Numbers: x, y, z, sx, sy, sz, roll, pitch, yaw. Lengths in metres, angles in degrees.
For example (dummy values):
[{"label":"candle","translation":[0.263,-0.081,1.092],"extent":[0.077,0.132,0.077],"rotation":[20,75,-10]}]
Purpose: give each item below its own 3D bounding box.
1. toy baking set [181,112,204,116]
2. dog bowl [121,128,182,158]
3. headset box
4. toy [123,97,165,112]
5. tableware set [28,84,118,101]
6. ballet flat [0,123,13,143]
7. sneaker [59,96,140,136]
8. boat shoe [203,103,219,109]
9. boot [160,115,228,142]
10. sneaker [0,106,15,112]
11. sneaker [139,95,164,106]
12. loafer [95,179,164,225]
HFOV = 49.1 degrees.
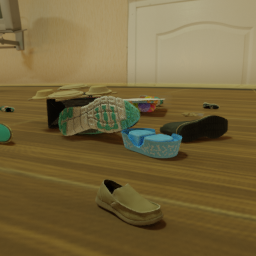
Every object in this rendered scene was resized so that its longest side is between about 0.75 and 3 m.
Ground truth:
[{"label":"toy baking set","translation":[2.925,-0.604,12.595],"extent":[1.013,0.118,0.778],"rotation":[-9,18,-39]},{"label":"dog bowl","translation":[0.550,0.349,6.969],"extent":[0.963,0.428,1.728],"rotation":[-9,14,-38]},{"label":"headset box","translation":[-2.048,-0.804,11.060],"extent":[2.094,1.087,2.814],"rotation":[-2,13,-12]},{"label":"toy","translation":[0.835,-1.147,13.788],"extent":[1.720,0.705,2.987],"rotation":[0,9,14]},{"label":"tableware set","translation":[-1.917,-1.178,9.435],"extent":[2.318,0.322,2.775],"rotation":[-19,20,-40]},{"label":"ballet flat","translation":[-3.731,0.117,7.949],"extent":[1.539,0.544,0.544],"rotation":[11,15,22]},{"label":"sneaker","translation":[-0.749,-0.314,8.456],"extent":[2.744,1.064,1.251],"rotation":[-3,-3,32]},{"label":"boat shoe","translation":[4.415,-1.119,14.901],"extent":[0.847,0.304,0.286],"rotation":[11,51,19]},{"label":"boot","translation":[1.987,-0.058,8.541],"extent":[1.798,0.696,1.243],"rotation":[-4,7,-24]},{"label":"sneaker","translation":[-5.963,-0.924,13.690],"extent":[0.802,0.286,0.320],"rotation":[4,7,11]},{"label":"sneaker","translation":[1.387,-1.592,16.503],"extent":[0.638,0.570,1.597],"rotation":[-6,18,-44]},{"label":"loafer","translation":[-0.026,0.994,3.847],"extent":[1.123,0.379,0.427],"rotation":[8,14,36]}]
